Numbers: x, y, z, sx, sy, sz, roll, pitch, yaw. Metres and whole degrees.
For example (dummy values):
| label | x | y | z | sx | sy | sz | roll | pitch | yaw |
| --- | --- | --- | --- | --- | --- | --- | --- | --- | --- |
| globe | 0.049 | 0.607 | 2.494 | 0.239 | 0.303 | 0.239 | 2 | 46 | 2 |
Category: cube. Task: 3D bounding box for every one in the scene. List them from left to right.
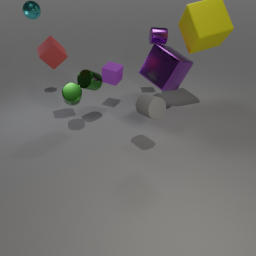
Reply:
| label | x | y | z | sx | sy | sz | roll | pitch | yaw |
| --- | --- | --- | --- | --- | --- | --- | --- | --- | --- |
| cube | -2.653 | -2.636 | 9.801 | 0.700 | 0.700 | 0.700 | -39 | 46 | 11 |
| cube | -0.676 | -2.362 | 12.128 | 0.700 | 0.700 | 0.700 | 19 | 41 | 15 |
| cube | 1.605 | -2.531 | 11.772 | 1.400 | 1.400 | 1.400 | 41 | 28 | 22 |
| cube | 2.968 | -3.953 | 10.881 | 1.400 | 1.400 | 1.400 | -17 | -8 | -6 |

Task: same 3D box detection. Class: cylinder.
| label | x | y | z | sx | sy | sz | roll | pitch | yaw |
| --- | --- | --- | --- | --- | --- | --- | --- | --- | --- |
| cylinder | -2.038 | -1.226 | 10.222 | 0.700 | 0.700 | 0.700 | -7 | -6 | -11 |
| cylinder | -1.428 | -1.791 | 10.529 | 0.700 | 0.700 | 0.700 | 17 | 7 | 26 |
| cylinder | 0.719 | -0.677 | 8.816 | 0.700 | 0.700 | 0.700 | -18 | 26 | -29 |
| cylinder | 1.326 | -4.030 | 12.272 | 0.700 | 0.700 | 0.700 | 1 | 29 | -8 |

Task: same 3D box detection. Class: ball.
| label | x | y | z | sx | sy | sz | roll | pitch | yaw |
| --- | --- | --- | --- | --- | --- | --- | --- | --- | --- |
| ball | -3.851 | -4.718 | 11.215 | 0.700 | 0.700 | 0.700 | 0 | 30 | 0 |
